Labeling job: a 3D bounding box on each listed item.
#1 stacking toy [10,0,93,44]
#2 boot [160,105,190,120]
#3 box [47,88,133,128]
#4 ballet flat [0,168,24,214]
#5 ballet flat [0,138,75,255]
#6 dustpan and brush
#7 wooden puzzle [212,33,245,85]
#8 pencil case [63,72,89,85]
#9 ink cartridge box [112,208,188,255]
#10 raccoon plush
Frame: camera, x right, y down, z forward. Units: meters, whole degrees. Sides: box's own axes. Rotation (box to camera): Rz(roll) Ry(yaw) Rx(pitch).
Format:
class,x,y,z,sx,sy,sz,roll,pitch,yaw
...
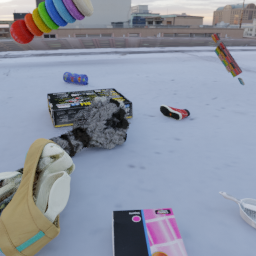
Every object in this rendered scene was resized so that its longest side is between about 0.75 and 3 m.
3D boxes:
class,x,y,z,sx,sy,sz,roll,pitch,yaw
stacking toy,-2.099,-2.895,7.382,2.297,0.981,0.981,-25,17,16
boot,1.651,-0.590,9.802,0.712,0.357,0.987,-19,37,-40
box,-1.424,-0.801,9.917,2.660,0.656,2.124,-8,25,-18
ballet flat,-2.456,1.254,4.690,0.765,0.765,2.128,12,25,28
ballet flat,-1.368,0.943,5.003,0.938,1.021,2.976,-31,27,11
dustpan and brush,2.083,1.394,4.914,1.004,0.287,0.701,14,26,32
wooden puzzle,1.891,-1.285,5.333,0.080,1.133,0.672,-33,-3,11
pencil case,-2.659,-2.552,14.367,1.420,0.554,0.617,14,28,30
ink cartridge box,0.304,1.865,3.692,0.997,0.390,2.106,-1,24,-4
raccoon plush,-1.237,-0.196,7.745,2.737,1.324,1.834,-10,16,-23
